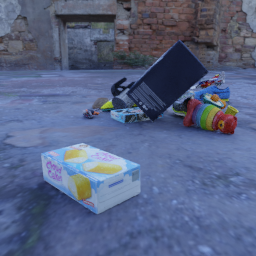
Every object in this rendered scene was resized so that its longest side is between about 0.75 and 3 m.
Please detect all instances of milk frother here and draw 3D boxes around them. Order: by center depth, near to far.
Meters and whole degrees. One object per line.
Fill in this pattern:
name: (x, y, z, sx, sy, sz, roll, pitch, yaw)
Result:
milk frother: (-0.264, -1.488, 13.672, 1.497, 1.436, 1.591, -44, -3, -35)

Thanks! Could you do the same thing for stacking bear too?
stacking bear: (3.107, -0.334, 10.282, 1.015, 1.084, 1.784, -5, 22, -45)

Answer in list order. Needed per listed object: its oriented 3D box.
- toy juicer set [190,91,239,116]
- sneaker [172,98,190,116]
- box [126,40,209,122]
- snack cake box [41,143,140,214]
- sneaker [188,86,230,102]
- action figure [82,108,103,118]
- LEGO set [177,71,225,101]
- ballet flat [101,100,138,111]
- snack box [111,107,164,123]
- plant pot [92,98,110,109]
toy juicer set: (3.585, -1.285, 12.235, 2.380, 0.648, 1.514, 18, 27, -19)
sneaker: (2.695, -0.965, 12.622, 0.804, 0.881, 2.176, -5, 16, -21)
box: (1.562, -2.009, 11.165, 2.682, 1.533, 2.945, -42, 7, 19)
snack cake box: (-0.817, 0.943, 5.888, 1.135, 0.663, 1.973, -16, 22, -42)
sneaker: (4.898, -2.162, 17.030, 2.496, 0.979, 0.823, 5, 18, 23)
action figure: (-1.682, -0.699, 12.530, 0.863, 0.467, 0.892, -1, 12, -39)
LEGO set: (3.073, -1.945, 12.417, 2.592, 0.636, 1.937, -19, 14, -2)
ballet flat: (-0.283, -1.314, 14.149, 2.262, 0.758, 0.756, -5, 5, -17)
snack box: (0.411, -0.609, 12.286, 2.033, 0.377, 1.181, -9, 17, -30)
plant pot: (-1.337, -1.314, 14.711, 1.093, 0.504, 1.093, 0, 16, 0)
